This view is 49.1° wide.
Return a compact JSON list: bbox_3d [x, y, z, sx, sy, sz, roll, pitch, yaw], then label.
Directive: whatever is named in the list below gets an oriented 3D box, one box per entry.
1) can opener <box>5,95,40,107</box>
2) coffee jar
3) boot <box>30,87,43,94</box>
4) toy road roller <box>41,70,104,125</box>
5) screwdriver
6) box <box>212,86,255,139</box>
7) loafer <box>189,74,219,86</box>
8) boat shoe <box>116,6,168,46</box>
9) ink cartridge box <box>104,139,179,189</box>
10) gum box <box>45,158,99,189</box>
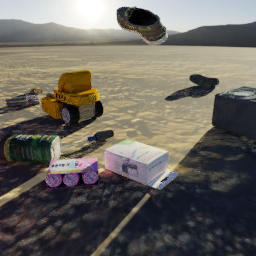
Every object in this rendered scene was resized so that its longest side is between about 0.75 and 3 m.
[{"bbox_3d":[-4.674,-1.205,12.479,1.433,0.377,0.476,-8,23,-21],"label":"can opener"},{"bbox_3d":[-2.611,0.533,7.416,1.536,0.655,0.801,2,21,6],"label":"coffee jar"},{"bbox_3d":[-4.749,-2.014,14.773,0.779,0.274,0.558,-3,25,8],"label":"boot"},{"bbox_3d":[-2.139,-1.314,10.662,1.547,1.838,2.518,-18,27,-40],"label":"toy road roller"},{"bbox_3d":[-1.337,0.400,8.312,2.181,0.304,0.317,-16,-2,-37],"label":"screwdriver"},{"bbox_3d":[4.314,-0.575,9.609,1.968,1.240,2.001,-19,28,-37],"label":"box"},{"bbox_3d":[4.501,-2.790,16.609,1.739,0.625,0.547,13,7,13],"label":"loafer"},{"bbox_3d":[0.387,-4.049,10.444,1.018,0.851,2.848,-38,52,-7],"label":"boat shoe"},{"bbox_3d":[0.338,0.823,6.784,1.634,0.550,0.957,15,25,35],"label":"ink cartridge box"},{"bbox_3d":[-1.277,1.032,6.459,1.174,0.388,0.666,-3,21,-8],"label":"gum box"}]
